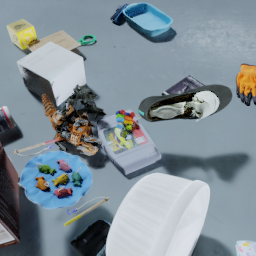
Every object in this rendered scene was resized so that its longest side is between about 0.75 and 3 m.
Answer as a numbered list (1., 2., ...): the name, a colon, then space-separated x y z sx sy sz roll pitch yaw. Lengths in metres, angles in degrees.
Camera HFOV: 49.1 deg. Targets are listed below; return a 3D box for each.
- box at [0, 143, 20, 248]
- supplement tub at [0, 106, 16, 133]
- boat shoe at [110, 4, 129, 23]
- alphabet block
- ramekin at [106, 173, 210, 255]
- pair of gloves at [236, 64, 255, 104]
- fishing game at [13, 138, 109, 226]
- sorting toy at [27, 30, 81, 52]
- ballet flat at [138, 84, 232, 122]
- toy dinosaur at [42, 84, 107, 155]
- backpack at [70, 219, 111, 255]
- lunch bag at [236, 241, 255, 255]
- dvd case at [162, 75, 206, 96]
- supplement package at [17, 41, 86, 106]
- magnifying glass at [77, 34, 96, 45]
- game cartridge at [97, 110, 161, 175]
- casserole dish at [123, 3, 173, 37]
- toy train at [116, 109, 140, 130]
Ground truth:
1. box: -3.958 1.852 7.215 1.809 1.827 2.203 -12 51 -10
2. supplement tub: -4.537 -0.187 9.573 1.150 0.807 0.807 -27 55 -20
3. boat shoe: -0.426 -6.063 14.568 0.512 0.628 1.493 21 51 21
4. alphabet block: -4.881 -4.341 12.957 0.905 0.900 0.922 -39 61 -25
5. ramekin: 0.692 2.326 6.340 1.326 2.846 2.846 21 53 29
6. pair of gloves: 5.620 -1.630 11.090 2.640 0.326 2.352 16 52 12
7. fishing game: -1.728 1.155 6.839 1.779 0.386 2.484 -18 52 -37
8. sorting toy: -3.361 -3.674 12.653 1.875 0.370 2.026 -31 47 -20
9. ballet flat: 1.754 -0.594 8.262 2.883 0.980 0.986 -11 20 3
10. toy dinosaur: -1.910 -0.372 9.445 2.994 1.530 2.032 42 76 5
11. backpack: -0.815 2.831 7.209 0.811 0.764 0.994 32 80 25
12. lunch bag: 3.133 3.239 6.907 0.922 0.586 0.781 9 52 -6
13. dvd case: 2.316 -1.397 11.014 1.638 0.131 1.218 -35 58 -25
14. supplement package: -2.884 -2.122 10.832 1.795 1.320 1.716 30 57 23
15. magnifying glass: -2.239 -4.034 13.159 1.566 0.175 0.623 -30 52 -20
16. game cartridge: -0.109 0.406 9.369 1.527 0.469 2.293 -23 54 -14
17. casserole dish: 0.955 -5.429 14.082 1.708 0.547 2.820 -29 57 -22
18. toy train: 0.070 -0.208 9.385 1.021 0.432 0.591 13 71 -23
